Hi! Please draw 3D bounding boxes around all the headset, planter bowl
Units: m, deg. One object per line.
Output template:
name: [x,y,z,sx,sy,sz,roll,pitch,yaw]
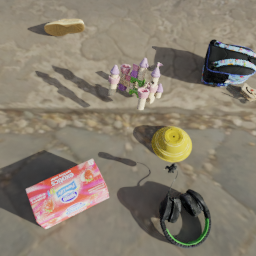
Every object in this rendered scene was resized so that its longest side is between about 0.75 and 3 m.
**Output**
headset: [1.277,1.807,6.579,1.180,0.898,1.911,-12,71,-8]
planter bowl: [1.232,0.329,7.696,1.133,0.472,1.133,0,59,0]

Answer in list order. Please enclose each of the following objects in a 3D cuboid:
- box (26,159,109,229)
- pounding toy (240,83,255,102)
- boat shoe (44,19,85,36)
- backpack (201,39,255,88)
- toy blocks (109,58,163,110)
box: [-1.410,1.580,6.745,1.729,0.826,0.862,-24,62,-13]
pounding toy: [3.829,-1.103,8.553,0.434,0.435,0.758,-33,65,-13]
boat shoe: [-2.285,-3.648,10.054,1.408,0.502,0.454,-7,52,-13]
backpack: [3.150,-1.935,8.707,1.491,1.003,1.361,10,60,7]
toy blocks: [0.334,-1.439,7.747,1.312,1.182,1.404,29,38,25]
